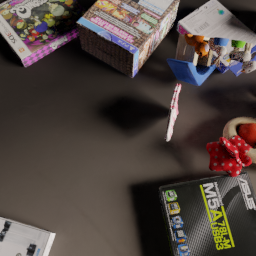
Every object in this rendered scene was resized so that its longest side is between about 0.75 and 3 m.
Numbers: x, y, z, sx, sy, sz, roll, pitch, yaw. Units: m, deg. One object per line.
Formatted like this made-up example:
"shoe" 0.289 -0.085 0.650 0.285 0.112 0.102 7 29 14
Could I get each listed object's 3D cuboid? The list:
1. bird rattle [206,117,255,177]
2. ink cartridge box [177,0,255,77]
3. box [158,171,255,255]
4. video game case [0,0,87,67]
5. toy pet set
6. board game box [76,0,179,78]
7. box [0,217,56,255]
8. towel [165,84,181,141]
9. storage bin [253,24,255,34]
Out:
"bird rattle" 3.383 0.505 7.775 2.457 1.384 2.003 2 43 5
"ink cartridge box" 3.156 -2.978 9.366 1.647 0.579 2.761 -37 70 -10
"box" 2.196 2.547 7.105 2.442 0.601 2.528 -9 68 -1
"video game case" -3.063 -3.784 9.745 2.842 0.509 2.576 -36 72 -13
"toy pet set" 2.264 -1.796 7.846 2.649 1.407 2.473 -7 23 -37
"board game box" 0.035 -3.386 9.155 2.121 1.288 2.660 33 71 12
"box" -2.745 2.871 7.040 1.551 0.466 0.905 15 69 6
"towel" 1.282 -0.458 7.822 0.217 1.061 1.450 10 39 11
"storage bin" 5.637 -3.299 9.171 2.606 1.222 1.762 24 70 9
